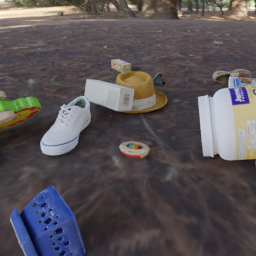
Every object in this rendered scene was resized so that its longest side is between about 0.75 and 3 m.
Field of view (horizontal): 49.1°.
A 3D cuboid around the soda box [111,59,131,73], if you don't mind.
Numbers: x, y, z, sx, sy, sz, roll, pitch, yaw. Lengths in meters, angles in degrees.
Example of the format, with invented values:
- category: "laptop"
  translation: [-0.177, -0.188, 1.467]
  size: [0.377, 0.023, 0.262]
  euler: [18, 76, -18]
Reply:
- category: "soda box"
  translation: [-0.396, -3.495, 15.788]
  size: [0.502, 0.475, 1.483]
  euler: [-14, 30, -26]

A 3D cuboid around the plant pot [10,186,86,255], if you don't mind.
- category: "plant pot"
  translation: [-1.360, 1.716, 4.663]
  size: [0.867, 0.964, 0.964]
  euler: [-24, 34, -26]

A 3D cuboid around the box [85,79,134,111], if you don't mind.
- category: "box"
  translation: [-0.726, -1.209, 10.133]
  size: [0.692, 0.831, 2.024]
  euler: [-4, 19, -42]

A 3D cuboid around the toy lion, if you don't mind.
- category: "toy lion"
  translation: [-3.801, -0.258, 8.174]
  size: [2.355, 0.809, 2.258]
  euler: [-27, -1, 2]

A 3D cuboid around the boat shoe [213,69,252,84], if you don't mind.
- category: "boat shoe"
  translation: [5.002, -2.401, 13.446]
  size: [1.771, 0.671, 0.636]
  euler: [-2, 28, 16]

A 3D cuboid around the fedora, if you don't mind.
- category: "fedora"
  translation: [0.251, -1.530, 11.013]
  size: [2.831, 1.155, 2.831]
  euler: [0, 25, 0]

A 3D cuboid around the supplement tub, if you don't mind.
- category: "supplement tub"
  translation: [3.179, -0.151, 7.100]
  size: [2.593, 1.886, 1.886]
  euler: [-5, 24, 15]

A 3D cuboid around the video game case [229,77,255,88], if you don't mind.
- category: "video game case"
  translation: [4.989, -1.286, 9.622]
  size: [2.870, 0.259, 2.055]
  euler: [8, 27, 15]

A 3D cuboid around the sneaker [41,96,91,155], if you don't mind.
- category: "sneaker"
  translation: [-1.861, -0.185, 8.439]
  size: [1.015, 0.984, 2.780]
  euler: [4, 26, 7]

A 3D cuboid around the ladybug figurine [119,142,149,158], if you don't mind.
- category: "ladybug figurine"
  translation: [0.165, 0.607, 7.602]
  size: [0.843, 0.303, 0.573]
  euler: [10, 28, 19]

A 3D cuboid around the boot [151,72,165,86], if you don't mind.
- category: "boot"
  translation: [1.595, -2.346, 13.634]
  size: [0.708, 0.396, 1.024]
  euler: [21, 46, 27]
